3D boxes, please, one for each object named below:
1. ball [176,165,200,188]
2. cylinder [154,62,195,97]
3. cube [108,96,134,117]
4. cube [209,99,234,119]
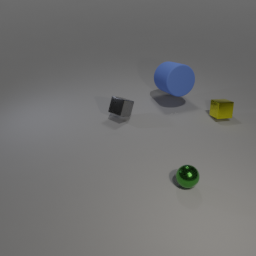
[{"bbox_3d":[1.788,1.450,8.396,0.700,0.700,0.700,0,32,0],"label":"ball"},{"bbox_3d":[2.077,-2.241,12.701,1.400,1.400,1.400,-10,21,-16],"label":"cylinder"},{"bbox_3d":[-0.282,-0.888,11.670,0.700,0.700,0.700,21,11,35],"label":"cube"},{"bbox_3d":[3.976,-0.820,11.920,0.700,0.700,0.700,-4,19,-13],"label":"cube"}]
